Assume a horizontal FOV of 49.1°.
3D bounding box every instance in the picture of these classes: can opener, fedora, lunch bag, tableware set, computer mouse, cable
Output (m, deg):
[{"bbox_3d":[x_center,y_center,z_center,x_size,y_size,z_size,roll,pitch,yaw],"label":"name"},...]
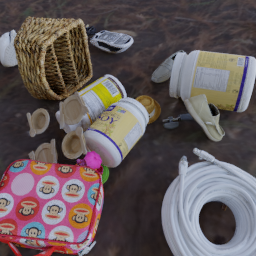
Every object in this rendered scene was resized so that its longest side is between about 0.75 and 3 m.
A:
[{"bbox_3d":[1.860,-0.240,9.535,1.388,0.370,0.464,-7,85,-6],"label":"can opener"},{"bbox_3d":[0.509,-0.729,9.712,1.313,0.535,1.313,-1,52,1],"label":"fedora"},{"bbox_3d":[-2.064,2.112,7.135,2.726,1.117,2.401,8,54,5],"label":"lunch bag"},{"bbox_3d":[-2.094,0.168,8.270,2.445,0.284,2.043,-22,70,23],"label":"tableware set"},{"bbox_3d":[-1.069,-3.691,12.006,2.793,0.613,1.532,22,51,23],"label":"computer mouse"},{"bbox_3d":[2.209,2.257,6.814,2.879,0.997,2.880,24,65,4],"label":"cable"}]

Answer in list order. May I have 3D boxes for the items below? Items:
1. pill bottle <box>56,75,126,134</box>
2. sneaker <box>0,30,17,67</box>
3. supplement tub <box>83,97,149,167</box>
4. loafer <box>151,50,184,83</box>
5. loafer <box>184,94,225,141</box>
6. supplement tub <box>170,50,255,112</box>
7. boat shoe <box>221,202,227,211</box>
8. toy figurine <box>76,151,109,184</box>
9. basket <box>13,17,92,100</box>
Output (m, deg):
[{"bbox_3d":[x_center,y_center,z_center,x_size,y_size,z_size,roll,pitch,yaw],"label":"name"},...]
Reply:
[{"bbox_3d":[-1.216,-0.733,9.274,2.259,1.234,1.234,-37,61,-25],"label":"pill bottle"},{"bbox_3d":[-5.021,-3.187,11.578,0.850,0.807,2.112,-14,48,4],"label":"sneaker"},{"bbox_3d":[-0.340,0.092,8.538,1.383,1.383,1.902,28,57,20],"label":"supplement tub"},{"bbox_3d":[1.573,-2.429,10.957,0.649,0.648,1.857,33,59,23],"label":"loafer"},{"bbox_3d":[2.504,-0.294,8.573,0.697,2.042,0.773,-33,41,24],"label":"loafer"},{"bbox_3d":[2.826,-1.620,9.489,2.528,1.838,1.838,12,53,17],"label":"supplement tub"},{"bbox_3d":[2.662,1.931,7.833,0.280,0.280,0.795,19,47,8],"label":"boat shoe"},{"bbox_3d":[-1.139,1.068,8.012,1.129,1.039,0.847,-1,52,0],"label":"toy figurine"},{"bbox_3d":[-2.416,-2.174,9.505,1.956,2.625,1.874,5,52,4],"label":"basket"}]
